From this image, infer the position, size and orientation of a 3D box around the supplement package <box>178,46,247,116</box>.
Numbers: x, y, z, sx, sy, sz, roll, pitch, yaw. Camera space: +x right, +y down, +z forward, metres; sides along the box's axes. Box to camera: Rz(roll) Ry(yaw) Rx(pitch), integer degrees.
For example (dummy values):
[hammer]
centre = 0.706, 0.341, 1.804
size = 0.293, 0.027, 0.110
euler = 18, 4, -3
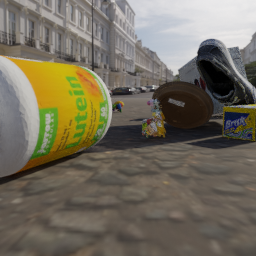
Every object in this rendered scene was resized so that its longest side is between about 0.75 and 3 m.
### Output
[supplement package]
centre = 3.064, -1.515, 10.171
size = 1.546, 2.103, 2.011
euler = -13, -3, -12

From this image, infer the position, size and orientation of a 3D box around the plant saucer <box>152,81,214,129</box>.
[plant saucer]
centre = 1.579, -0.599, 8.322
size = 1.851, 1.851, 0.273
euler = 4, 48, 26

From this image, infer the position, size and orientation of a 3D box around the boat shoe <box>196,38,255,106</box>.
[boat shoe]
centre = 2.859, -1.133, 8.050
size = 1.066, 2.972, 1.007
euler = -10, 43, 41

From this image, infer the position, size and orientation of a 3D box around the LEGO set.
[LEGO set]
centre = 0.555, -0.058, 7.194
size = 0.625, 0.772, 1.679
euler = -14, 26, 19

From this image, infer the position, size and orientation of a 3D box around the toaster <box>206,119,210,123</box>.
[toaster]
centre = 1.943, -0.480, 9.175
size = 1.391, 0.790, 0.898
euler = 1, -10, -8

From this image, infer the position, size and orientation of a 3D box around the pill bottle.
[pill bottle]
centre = -1.629, -0.208, 4.213
size = 1.653, 1.653, 2.976
euler = 4, 9, 25

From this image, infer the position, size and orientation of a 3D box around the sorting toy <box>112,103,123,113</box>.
[sorting toy]
centre = -0.628, -1.018, 15.327
size = 0.716, 0.489, 1.192
euler = -14, 8, 45

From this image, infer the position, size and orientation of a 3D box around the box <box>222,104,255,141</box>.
[box]
centre = 3.587, -0.219, 7.514
size = 2.519, 0.810, 0.883
euler = -6, 9, -40

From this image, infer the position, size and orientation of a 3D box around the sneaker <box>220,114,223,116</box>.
[sneaker]
centre = 4.331, -1.064, 13.276
size = 2.641, 1.025, 1.140
euler = 5, 6, 30

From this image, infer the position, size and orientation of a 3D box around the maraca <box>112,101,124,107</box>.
[maraca]
centre = -0.708, -1.554, 18.862
size = 0.948, 0.507, 0.650
euler = -2, -2, 30
